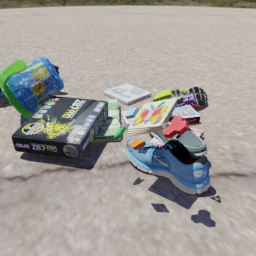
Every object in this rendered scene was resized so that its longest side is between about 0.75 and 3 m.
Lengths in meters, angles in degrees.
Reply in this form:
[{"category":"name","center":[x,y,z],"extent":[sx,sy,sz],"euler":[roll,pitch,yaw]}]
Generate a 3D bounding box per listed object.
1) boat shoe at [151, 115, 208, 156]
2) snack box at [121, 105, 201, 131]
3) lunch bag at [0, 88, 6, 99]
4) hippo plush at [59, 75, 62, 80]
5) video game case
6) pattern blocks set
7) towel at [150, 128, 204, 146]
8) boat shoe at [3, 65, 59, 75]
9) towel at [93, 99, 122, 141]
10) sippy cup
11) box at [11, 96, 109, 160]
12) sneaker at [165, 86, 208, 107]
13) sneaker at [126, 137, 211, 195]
[{"category":"boat shoe","center":[1.484,0.073,9.046],"extent":[0.966,0.820,2.653],"euler":[-18,31,-26]},{"category":"snack box","center":[1.256,-0.422,10.885],"extent":[2.896,0.352,1.041],"euler":[-6,30,-11]},{"category":"lunch bag","center":[-5.651,-1.846,12.718],"extent":[1.564,0.802,1.945],"euler":[14,24,36]},{"category":"hippo plush","center":[-4.003,-2.124,12.929],"extent":[1.627,1.296,1.309],"euler":[10,30,16]},{"category":"video game case","center":[-0.035,-1.618,13.138],"extent":[1.544,0.201,1.696],"euler":[-25,38,-37]},{"category":"pattern blocks set","center":[0.585,-0.272,6.796],"extent":[2.267,0.184,1.993],"euler":[-20,32,38]},{"category":"towel","center":[1.647,0.417,9.558],"extent":[1.336,0.273,1.826],"euler":[16,33,30]},{"category":"boat shoe","center":[-4.932,-2.754,14.558],"extent":[2.882,1.076,1.337],"euler":[-2,8,5]},{"category":"towel","center":[-1.395,-0.343,10.806],"extent":[2.245,0.344,2.943],"euler":[-3,32,-2]},{"category":"sippy cup","center":[-3.635,-1.718,10.891],"extent":[1.913,2.050,2.611],"euler":[-32,20,-1]},{"category":"box","center":[-2.143,-0.129,9.530],"extent":[2.297,0.700,2.850],"euler":[8,33,12]},{"category":"sneaker","center":[2.388,-1.274,11.959],"extent":[2.244,0.864,0.953],"euler":[0,-8,-24]},{"category":"sneaker","center":[1.134,0.724,7.992],"extent":[2.737,1.231,1.073],"euler":[21,36,32]}]
